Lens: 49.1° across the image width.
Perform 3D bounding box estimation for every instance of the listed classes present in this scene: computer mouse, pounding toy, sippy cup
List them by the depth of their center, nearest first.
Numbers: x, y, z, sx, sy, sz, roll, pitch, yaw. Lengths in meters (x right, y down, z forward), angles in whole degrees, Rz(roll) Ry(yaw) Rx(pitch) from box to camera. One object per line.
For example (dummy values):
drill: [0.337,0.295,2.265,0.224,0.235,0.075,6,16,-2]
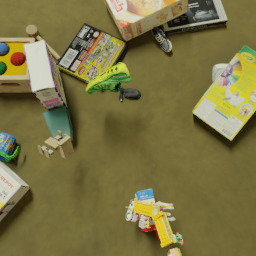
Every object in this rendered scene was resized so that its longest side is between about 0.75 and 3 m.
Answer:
sippy cup: [-4.348,0.627,9.760,1.094,0.859,0.802,31,61,-19]
pounding toy: [-3.882,-2.855,10.555,2.437,1.269,2.774,0,73,0]
computer mouse: [0.077,-1.300,10.620,0.847,0.223,0.586,2,72,1]

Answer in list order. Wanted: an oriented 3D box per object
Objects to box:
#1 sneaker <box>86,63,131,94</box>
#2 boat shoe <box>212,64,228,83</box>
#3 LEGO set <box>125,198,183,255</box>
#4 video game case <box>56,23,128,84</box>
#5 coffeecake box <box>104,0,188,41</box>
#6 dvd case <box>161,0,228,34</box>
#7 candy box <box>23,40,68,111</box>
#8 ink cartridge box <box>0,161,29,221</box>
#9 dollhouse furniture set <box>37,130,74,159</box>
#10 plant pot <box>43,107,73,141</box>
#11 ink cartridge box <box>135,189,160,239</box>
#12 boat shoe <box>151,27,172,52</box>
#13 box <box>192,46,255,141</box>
sneaker: [-0.645,-1.349,8.692,0.762,1.823,0.675,52,47,-20]
boat shoe: [4.349,-1.787,10.533,2.394,0.835,0.852,10,82,8]
LEGO set: [0.958,2.637,7.724,0.916,2.460,1.132,10,102,-36]
video game case: [-1.397,-2.873,11.079,2.040,0.288,2.257,26,74,8]
coffeecake box: [0.627,-5.098,11.161,2.804,1.025,2.153,-26,73,2]
dvd case: [2.581,-5.008,11.716,2.650,0.328,1.991,-10,72,-3]
candy box: [-2.801,-1.669,9.755,0.745,2.082,1.746,-15,73,-5]
ink cartridge box: [-4.560,2.248,9.173,1.483,0.860,2.048,38,76,11]
dollhouse furniture set: [-2.042,0.435,8.079,0.886,0.577,0.814,22,46,30]
plant pot: [-2.400,-0.033,9.953,0.802,0.802,1.135,-17,81,-5]
ink cartridge box: [0.642,2.798,8.971,0.514,0.888,1.529,-9,71,-7]
boat shoe: [1.288,-3.505,11.092,0.425,0.528,1.139,-42,66,31]
box: [3.822,-1.228,9.846,1.728,0.712,2.945,39,100,11]
